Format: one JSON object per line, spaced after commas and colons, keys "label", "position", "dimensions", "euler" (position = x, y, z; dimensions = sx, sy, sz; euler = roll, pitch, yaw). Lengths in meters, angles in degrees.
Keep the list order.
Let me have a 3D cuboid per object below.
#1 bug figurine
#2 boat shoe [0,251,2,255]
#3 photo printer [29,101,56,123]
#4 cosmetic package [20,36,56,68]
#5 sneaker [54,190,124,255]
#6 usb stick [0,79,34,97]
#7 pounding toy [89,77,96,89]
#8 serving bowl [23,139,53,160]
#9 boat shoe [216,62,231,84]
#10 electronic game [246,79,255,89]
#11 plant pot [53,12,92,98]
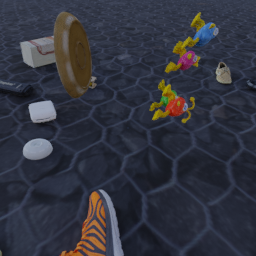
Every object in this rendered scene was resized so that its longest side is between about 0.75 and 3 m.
{"label": "bug figurine", "position": [1.186, -1.140, 6.063], "dimensions": [0.604, 2.349, 1.822], "euler": [23, -2, -7]}
{"label": "boat shoe", "position": [-3.155, 2.873, 5.504], "dimensions": [0.515, 0.441, 1.406], "euler": [15, 37, 21]}
{"label": "photo printer", "position": [-3.261, -0.605, 10.705], "dimensions": [0.929, 0.388, 1.116], "euler": [-12, 35, -17]}
{"label": "cosmetic package", "position": [-4.410, -4.333, 15.564], "dimensions": [2.607, 1.137, 1.347], "euler": [-28, 43, -35]}
{"label": "sneaker", "position": [-0.916, 2.378, 5.734], "dimensions": [1.470, 1.018, 2.624], "euler": [-6, 34, -11]}
{"label": "usb stick", "position": [-5.502, -1.876, 12.548], "dimensions": [2.696, 0.439, 0.747], "euler": [13, 36, 18]}
{"label": "pounding toy", "position": [-2.068, -2.324, 12.937], "dimensions": [1.297, 0.744, 0.742], "euler": [19, 34, 27]}
{"label": "serving bowl", "position": [-2.910, 0.616, 8.982], "dimensions": [0.918, 0.302, 0.918], "euler": [1, 34, 0]}
{"label": "boat shoe", "position": [4.658, -2.686, 13.632], "dimensions": [0.629, 0.567, 1.745], "euler": [4, 34, 5]}
{"label": "electronic game", "position": [6.026, -1.971, 12.868], "dimensions": [1.116, 0.232, 1.116], "euler": [3, 33, -2]}
{"label": "plant pot", "position": [-1.540, -2.167, 8.440], "dimensions": [0.347, 2.526, 2.526], "euler": [-2, 33, 11]}
